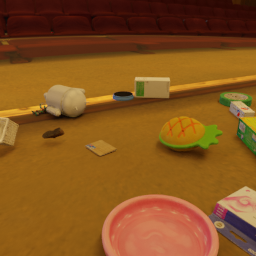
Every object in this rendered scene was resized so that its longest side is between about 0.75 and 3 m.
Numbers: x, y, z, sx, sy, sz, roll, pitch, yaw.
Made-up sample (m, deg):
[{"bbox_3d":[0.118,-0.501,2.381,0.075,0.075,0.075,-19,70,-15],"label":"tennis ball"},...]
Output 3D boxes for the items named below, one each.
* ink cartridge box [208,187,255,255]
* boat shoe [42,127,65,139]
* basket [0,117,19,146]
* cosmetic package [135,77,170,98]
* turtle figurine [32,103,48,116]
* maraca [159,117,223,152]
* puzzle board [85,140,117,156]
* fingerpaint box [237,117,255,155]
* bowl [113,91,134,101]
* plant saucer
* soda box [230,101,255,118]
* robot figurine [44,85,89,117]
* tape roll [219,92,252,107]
[{"bbox_3d":[2.870,2.073,6.303,1.655,0.358,1.625,-15,28,-34],"label":"ink cartridge box"},{"bbox_3d":[-2.652,0.251,9.932,0.858,0.292,0.309,-14,48,24],"label":"boat shoe"},{"bbox_3d":[-4.259,0.132,9.321,0.855,0.847,0.687,5,-16,13],"label":"basket"},{"bbox_3d":[1.317,-2.209,15.265,1.879,1.011,0.797,1,23,6],"label":"cosmetic package"},{"bbox_3d":[-3.961,-0.880,12.941,0.655,0.440,0.875,5,36,48],"label":"turtle figurine"},{"bbox_3d":[2.064,0.224,9.468,2.102,1.124,1.441,6,43,33],"label":"maraca"},{"bbox_3d":[-0.950,0.699,9.774,0.715,0.083,0.949,-20,30,-36],"label":"puzzle board"},{"bbox_3d":[5.079,0.353,9.652,1.802,0.792,2.160,-2,24,-3],"label":"fingerpaint box"},{"bbox_3d":[-0.259,-1.750,15.179,1.161,0.228,1.161,0,23,0],"label":"bowl"},{"bbox_3d":[0.622,2.242,5.626,2.268,0.575,2.268,-1,24,0],"label":"plant saucer"},{"bbox_3d":[5.112,-0.753,12.602,0.498,0.466,1.463,-1,24,-3],"label":"soda box"},{"bbox_3d":[-2.788,-1.229,12.663,2.239,1.264,1.899,18,54,34],"label":"robot figurine"},{"bbox_3d":[5.486,-1.441,14.294,1.550,0.372,1.550,1,24,0],"label":"tape roll"}]
